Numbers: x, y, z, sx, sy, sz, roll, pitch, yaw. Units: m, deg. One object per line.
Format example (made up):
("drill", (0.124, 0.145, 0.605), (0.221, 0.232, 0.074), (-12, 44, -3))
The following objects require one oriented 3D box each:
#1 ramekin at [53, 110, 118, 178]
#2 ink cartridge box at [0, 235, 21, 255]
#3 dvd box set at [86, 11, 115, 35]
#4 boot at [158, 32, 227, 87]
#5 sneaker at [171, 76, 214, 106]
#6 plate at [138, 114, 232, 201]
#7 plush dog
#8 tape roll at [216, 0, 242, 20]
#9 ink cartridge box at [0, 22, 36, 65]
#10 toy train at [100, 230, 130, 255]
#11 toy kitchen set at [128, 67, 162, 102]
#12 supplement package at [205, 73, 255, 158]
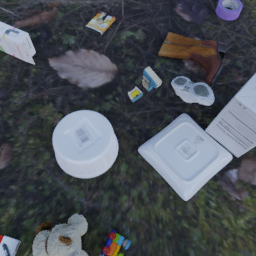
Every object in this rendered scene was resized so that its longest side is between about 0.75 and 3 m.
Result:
("ramekin", (-1.322, 0.429, 8.621), (2.027, 0.988, 2.027), (0, 62, 0))
("ink cartridge box", (-3.482, 3.389, 7.487), (0.847, 0.212, 0.975), (14, 63, 6))
("dvd box set", (-1.136, -4.379, 11.650), (0.779, 0.157, 1.065), (29, 66, 15))
("boot", (2.316, -2.634, 10.359), (2.390, 0.818, 2.250), (15, 63, 9))
("sneaker", (2.078, -1.050, 8.781), (0.612, 0.781, 1.571), (-40, 48, -12))
("plate", (1.819, 0.750, 8.810), (2.212, 0.358, 2.207), (-36, 67, -18))
("plush dog", (-1.856, 3.066, 7.233), (1.370, 1.280, 1.595), (-19, 61, 17))
("tape roll", (4.279, -5.069, 11.868), (0.999, 0.424, 0.999), (0, 63, 0))
("ink cartridge box", (-4.171, -3.179, 10.511), (1.763, 1.032, 0.593), (25, 65, 13))
("toy train", (-0.407, 3.346, 7.417), (0.624, 0.456, 1.078), (27, 65, -1))
("toy kitchen set", (0.436, -1.107, 7.881), (0.772, 0.964, 0.568), (-36, 78, -9))
("supplement package", (3.556, -0.353, 8.218), (1.382, 2.308, 1.399), (42, 70, 12))
